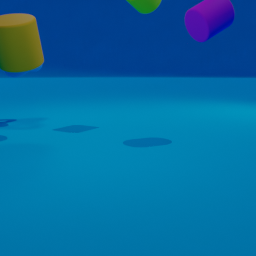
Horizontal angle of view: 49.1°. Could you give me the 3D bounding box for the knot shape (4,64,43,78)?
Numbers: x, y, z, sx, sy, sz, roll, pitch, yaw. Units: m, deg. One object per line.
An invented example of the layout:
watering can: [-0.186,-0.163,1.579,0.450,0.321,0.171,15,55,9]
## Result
knot shape: [-3.732,-2.373,9.159,1.710,0.844,1.827,17,31,-11]

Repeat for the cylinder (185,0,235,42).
cylinder: [1.917,-2.591,6.626,0.824,0.824,0.824,-34,21,-12]

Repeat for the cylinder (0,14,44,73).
cylinder: [-2.683,-2.058,6.755,1.093,1.093,1.093,-1,36,0]

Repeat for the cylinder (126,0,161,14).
cylinder: [0.401,-3.986,8.177,0.946,0.946,0.946,6,0,29]
